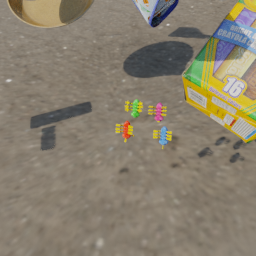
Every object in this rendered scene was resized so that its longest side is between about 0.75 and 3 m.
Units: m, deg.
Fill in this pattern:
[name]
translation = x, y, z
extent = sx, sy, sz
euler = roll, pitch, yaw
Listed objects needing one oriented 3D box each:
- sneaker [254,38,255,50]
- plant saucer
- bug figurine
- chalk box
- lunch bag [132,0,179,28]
[sneaker]
translation = 1.721, -1.074, 2.709
extent = 0.749, 1.303, 0.490
euler = -34, 78, 10
[plant saucer]
translation = -1.866, -3.395, 7.055
extent = 2.277, 0.403, 2.277
euler = 0, 75, 2
[bug figurine]
translation = 0.298, -0.079, 4.632
extent = 0.964, 0.748, 0.248
euler = 10, 8, 21
[chalk box]
translation = 2.400, -1.286, 5.012
extent = 1.613, 1.621, 2.606
euler = 38, 90, 17
[lunch bag]
translation = 0.271, -1.761, 3.372
extent = 0.555, 0.896, 0.762
euler = -33, 83, -19
